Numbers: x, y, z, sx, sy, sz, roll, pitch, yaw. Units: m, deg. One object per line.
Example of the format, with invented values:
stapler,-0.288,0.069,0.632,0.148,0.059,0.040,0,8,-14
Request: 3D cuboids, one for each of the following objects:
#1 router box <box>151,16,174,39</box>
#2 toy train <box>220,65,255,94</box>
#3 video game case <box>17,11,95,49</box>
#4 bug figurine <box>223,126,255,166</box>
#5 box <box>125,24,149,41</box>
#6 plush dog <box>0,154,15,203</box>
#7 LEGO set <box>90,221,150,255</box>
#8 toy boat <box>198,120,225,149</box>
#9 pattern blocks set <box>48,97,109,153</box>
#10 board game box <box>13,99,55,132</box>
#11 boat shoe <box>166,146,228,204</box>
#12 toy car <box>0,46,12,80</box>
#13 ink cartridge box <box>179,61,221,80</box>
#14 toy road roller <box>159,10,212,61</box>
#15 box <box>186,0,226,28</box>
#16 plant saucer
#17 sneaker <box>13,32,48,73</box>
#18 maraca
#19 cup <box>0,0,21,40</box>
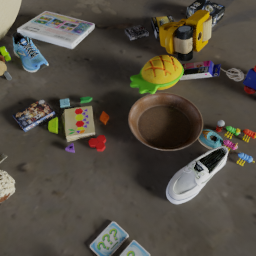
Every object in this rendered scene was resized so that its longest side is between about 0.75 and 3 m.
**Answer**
router box,1.622,-4.513,12.528,0.970,0.322,1.233,-7,53,-5
toy train,4.812,-2.009,10.285,2.542,1.076,1.471,33,49,22
video game case,-3.008,-4.269,12.036,2.486,0.294,2.263,17,43,9
bug figurine,3.507,0.436,8.741,1.084,0.359,1.397,24,57,5
box,0.380,-4.232,12.388,0.863,0.215,0.680,-21,56,-15
plush dog,-4.620,0.753,7.199,2.938,2.523,2.357,-9,54,-7
LEGO set,-0.623,3.678,6.203,2.132,0.700,2.854,36,61,28
toy boat,2.716,0.181,8.913,0.872,0.482,1.037,34,60,23
pattern blocks set,-1.631,-0.158,9.349,2.000,0.184,2.276,-1,53,-1
board game box,-3.197,-0.446,9.556,1.168,0.202,0.791,-35,61,-23
boat shoe,1.963,1.213,7.964,2.262,0.755,0.832,-37,61,-24
toy car,-4.962,-2.312,10.737,1.023,0.983,1.246,-22,85,-11
ink cartridge box,2.678,-2.172,10.504,1.482,0.275,0.702,0,50,26
toy road roller,2.277,-3.876,11.478,1.584,1.334,2.170,29,58,34
box,3.590,-5.354,12.992,1.378,0.594,1.129,34,61,23
plant saucer,1.210,-0.171,9.209,2.410,0.441,2.410,0,52,0
sneaker,-3.963,-3.000,10.974,0.866,0.994,2.211,-36,61,-24
maraca,1.044,-1.896,10.077,2.103,1.125,1.442,-35,51,-22
cup,-5.979,-4.720,11.431,2.944,2.944,2.106,1,82,1
